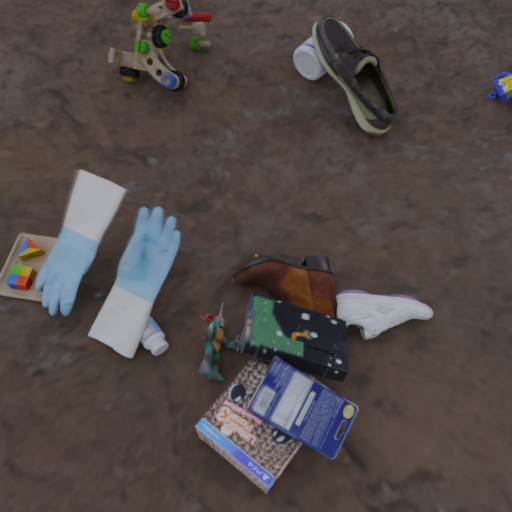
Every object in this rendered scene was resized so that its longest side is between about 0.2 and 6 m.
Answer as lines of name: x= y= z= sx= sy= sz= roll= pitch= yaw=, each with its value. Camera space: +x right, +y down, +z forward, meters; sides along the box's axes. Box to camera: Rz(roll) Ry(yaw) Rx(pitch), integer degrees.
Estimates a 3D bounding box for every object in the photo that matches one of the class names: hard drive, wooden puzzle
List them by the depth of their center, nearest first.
hard drive: x=0.641 y=1.310 z=9.082 sx=1.710 sy=0.324 sz=1.195 roll=17 pitch=36 yaw=-8
wooden puzzle: x=-3.997 y=0.191 z=10.471 sx=1.437 sy=0.333 sz=1.331 roll=10 pitch=61 yaw=5

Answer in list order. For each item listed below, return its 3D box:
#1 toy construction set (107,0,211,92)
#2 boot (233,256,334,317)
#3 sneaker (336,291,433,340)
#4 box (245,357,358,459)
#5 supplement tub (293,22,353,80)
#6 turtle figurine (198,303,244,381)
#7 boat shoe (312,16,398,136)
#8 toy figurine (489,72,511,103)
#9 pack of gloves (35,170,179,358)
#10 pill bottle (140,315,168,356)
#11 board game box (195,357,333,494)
toy construction set: x=-2.308 y=-4.923 z=12.652 sx=1.871 sy=2.031 sz=2.435 roll=10 pitch=40 yaw=19
boot: x=0.565 y=1.034 z=9.986 sx=1.858 sy=0.676 sz=1.973 roll=-1 pitch=68 yaw=-9
sneaker: x=2.248 y=1.085 z=9.931 sx=1.698 sy=0.636 sz=0.846 roll=5 pitch=81 yaw=2
box: x=0.687 y=2.260 z=8.286 sx=1.468 sy=0.238 sz=0.889 roll=31 pitch=73 yaw=-1
supplement tub: x=1.545 y=-4.714 z=12.866 sx=0.843 sy=0.843 sz=1.278 roll=37 pitch=66 yaw=18
turtle figurine: x=-0.634 y=1.470 z=9.569 sx=0.617 sy=0.918 sz=1.226 roll=-6 pitch=63 yaw=39
boat shoe: x=2.186 y=-3.935 z=11.812 sx=1.026 sy=0.908 sz=2.802 roll=-31 pitch=89 yaw=-24
toy figurine: x=5.776 y=-3.623 z=12.524 sx=1.011 sy=0.891 sz=1.688 roll=-20 pitch=56 yaw=22
pack of gloves: x=-2.633 y=0.122 z=9.491 sx=2.208 sy=0.519 sz=2.628 roll=24 pitch=96 yaw=11
pill bottle: x=-1.866 y=1.367 z=9.787 sx=0.404 sy=0.404 sz=0.744 roll=-35 pitch=67 yaw=-17
board game box: x=0.147 y=2.534 z=8.884 sx=1.403 sy=0.852 sz=1.760 roll=34 pitch=66 yaw=17
